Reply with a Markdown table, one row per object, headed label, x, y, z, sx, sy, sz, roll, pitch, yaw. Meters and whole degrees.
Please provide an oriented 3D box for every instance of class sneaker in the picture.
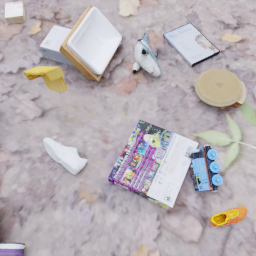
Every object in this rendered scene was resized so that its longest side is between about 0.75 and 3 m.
| label | x | y | z | sx | sy | sz | roll | pitch | yaw |
| --- | --- | --- | --- | --- | --- | --- | --- | --- | --- |
| sneaker | -2.265 | 0.885 | 10.178 | 1.803 | 0.679 | 0.798 | 38 | 54 | 13 |
| sneaker | 3.283 | 2.871 | 9.022 | 1.363 | 0.526 | 0.497 | -19 | 61 | -12 |
| sneaker | -4.373 | 3.940 | 8.213 | 2.462 | 0.932 | 1.078 | 0 | 65 | 0 |

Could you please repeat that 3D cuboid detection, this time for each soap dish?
| label | x | y | z | sx | sy | sz | roll | pitch | yaw |
| --- | --- | --- | --- | --- | --- | --- | --- | --- | --- |
| soap dish | -1.572 | -3.568 | 11.918 | 1.074 | 2.080 | 2.643 | -11 | 46 | 46 |

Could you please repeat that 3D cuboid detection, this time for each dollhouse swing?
| label | x | y | z | sx | sy | sz | roll | pitch | yaw |
| --- | --- | --- | --- | --- | --- | --- | --- | --- | --- |
| dollhouse swing | -2.766 | -1.562 | 9.494 | 1.069 | 0.940 | 0.972 | 8 | 30 | 28 |

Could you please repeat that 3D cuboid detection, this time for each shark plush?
| label | x | y | z | sx | sy | sz | roll | pitch | yaw |
| --- | --- | --- | --- | --- | --- | --- | --- | --- | --- |
| shark plush | 0.840 | -3.301 | 12.662 | 1.143 | 1.247 | 2.745 | 12 | 37 | -16 |

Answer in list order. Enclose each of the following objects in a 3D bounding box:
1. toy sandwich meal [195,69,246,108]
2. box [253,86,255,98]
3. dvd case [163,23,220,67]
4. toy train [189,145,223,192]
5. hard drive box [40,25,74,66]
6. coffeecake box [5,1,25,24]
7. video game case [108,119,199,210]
| label | x | y | z | sx | sy | sz | roll | pitch | yaw |
| --- | --- | --- | --- | --- | --- | --- | --- | --- | --- |
| toy sandwich meal | 3.767 | -1.566 | 11.516 | 2.079 | 0.712 | 2.079 | -3 | 61 | 5 |
| box | 5.974 | -1.456 | 11.422 | 1.344 | 0.655 | 0.836 | -7 | 60 | -4 |
| dvd case | 2.954 | -3.959 | 13.127 | 1.639 | 0.202 | 2.298 | -28 | 64 | -15 |
| toy train | 2.636 | 1.394 | 9.608 | 0.928 | 0.704 | 1.625 | -6 | 79 | -5 |
| hard drive box | -2.710 | -3.696 | 12.659 | 1.924 | 0.739 | 1.500 | 17 | 62 | 10 |
| coffeecake box | -5.662 | -5.787 | 14.053 | 0.865 | 0.412 | 1.127 | -10 | 61 | -6 |
| video game case | 0.936 | 1.205 | 9.993 | 2.402 | 0.475 | 2.650 | 22 | 63 | 12 |
